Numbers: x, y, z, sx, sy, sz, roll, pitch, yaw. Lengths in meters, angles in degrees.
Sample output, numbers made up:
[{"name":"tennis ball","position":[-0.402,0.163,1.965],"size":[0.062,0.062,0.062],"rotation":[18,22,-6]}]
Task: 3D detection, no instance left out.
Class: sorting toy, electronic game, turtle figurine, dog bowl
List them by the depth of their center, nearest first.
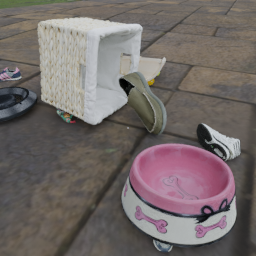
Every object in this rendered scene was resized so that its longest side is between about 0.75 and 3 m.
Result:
[{"name":"dog bowl","position":[1.172,1.301,6.371],"size":[2.643,0.975,2.643],"rotation":[2,27,-1]},{"name":"turtle figurine","position":[-2.136,-0.477,9.718],"size":[0.724,0.487,0.967],"rotation":[2,31,-31]},{"name":"electronic game","position":[-4.633,-0.881,10.343],"size":[2.510,0.522,2.510],"rotation":[-4,33,3]},{"name":"sorting toy","position":[0.720,-2.873,13.000],"size":[2.259,1.207,2.034],"rotation":[9,26,16]}]

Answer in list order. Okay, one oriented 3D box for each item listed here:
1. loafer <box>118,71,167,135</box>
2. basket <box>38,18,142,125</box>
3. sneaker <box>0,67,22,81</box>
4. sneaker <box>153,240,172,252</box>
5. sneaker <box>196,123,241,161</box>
[{"name":"loafer","position":[0.386,-0.824,9.333],"size":[0.931,1.005,2.673],"rotation":[-6,50,-27]},{"name":"basket","position":[-1.290,-2.171,9.766],"size":[2.400,2.957,2.984],"rotation":[19,30,21]},{"name":"sneaker","position":[-5.624,-2.463,12.735],"size":[1.405,0.576,0.493],"rotation":[-9,34,-13]},{"name":"sneaker","position":[0.736,2.085,5.881],"size":[0.397,0.441,1.023],"rotation":[2,33,3]},{"name":"sneaker","position":[2.786,0.395,8.502],"size":[0.884,0.580,1.536],"rotation":[-5,40,-25]}]
